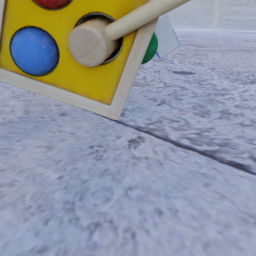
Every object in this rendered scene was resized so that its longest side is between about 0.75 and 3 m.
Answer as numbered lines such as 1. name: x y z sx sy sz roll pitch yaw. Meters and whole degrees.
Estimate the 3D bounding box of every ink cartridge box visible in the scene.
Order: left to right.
1. ink cartridge box: 0.625 -3.731 9.687 0.864 1.478 2.547 -35 52 6

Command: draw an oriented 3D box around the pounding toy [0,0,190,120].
1. pounding toy: -0.376 -1.352 3.490 2.385 2.195 1.695 19 28 -7
